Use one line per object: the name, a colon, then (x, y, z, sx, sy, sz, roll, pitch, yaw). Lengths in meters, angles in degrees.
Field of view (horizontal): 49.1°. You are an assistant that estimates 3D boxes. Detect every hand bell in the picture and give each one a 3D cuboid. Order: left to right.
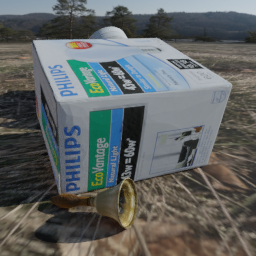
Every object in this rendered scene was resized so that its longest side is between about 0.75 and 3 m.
hand bell: (-0.577, 1.057, 4.053, 1.290, 0.671, 0.671, -4, 18, 23)

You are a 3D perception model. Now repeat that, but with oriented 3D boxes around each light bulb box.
light bulb box: (-0.208, -0.511, 5.546, 2.904, 1.812, 2.878, -8, 35, -22)

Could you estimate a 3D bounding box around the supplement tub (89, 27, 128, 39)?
supplement tub: (-0.336, -1.863, 8.632, 1.411, 1.411, 2.139, -10, 64, -26)
